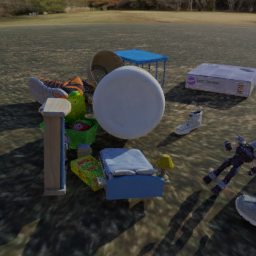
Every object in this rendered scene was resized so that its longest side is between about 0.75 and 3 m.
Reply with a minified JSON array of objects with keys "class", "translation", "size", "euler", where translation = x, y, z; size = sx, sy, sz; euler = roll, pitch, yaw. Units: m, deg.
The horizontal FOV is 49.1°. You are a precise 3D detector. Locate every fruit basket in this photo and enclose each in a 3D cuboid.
[{"class":"fruit basket","translation":[-1.594,-0.252,7.923],"size":[1.580,1.580,1.139],"euler":[8,23,16]}]

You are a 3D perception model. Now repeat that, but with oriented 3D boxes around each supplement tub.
[{"class":"supplement tub","translation":[0.036,-0.894,8.527],"size":[1.935,1.935,2.675],"euler":[0,14,1]}]

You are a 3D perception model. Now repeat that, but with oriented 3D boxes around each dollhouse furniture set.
[{"class":"dollhouse furniture set","translation":[-0.496,0.238,6.368],"size":[2.601,1.698,2.456],"euler":[1,18,-12]}]

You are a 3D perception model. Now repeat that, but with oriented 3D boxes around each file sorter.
[{"class":"file sorter","translation":[0.428,-2.751,13.230],"size":[1.678,1.484,2.419],"euler":[-16,29,-30]}]

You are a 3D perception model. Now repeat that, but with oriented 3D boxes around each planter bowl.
[{"class":"planter bowl","translation":[-1.124,-2.434,12.571],"size":[1.793,1.793,1.207],"euler":[-18,4,-33]}]

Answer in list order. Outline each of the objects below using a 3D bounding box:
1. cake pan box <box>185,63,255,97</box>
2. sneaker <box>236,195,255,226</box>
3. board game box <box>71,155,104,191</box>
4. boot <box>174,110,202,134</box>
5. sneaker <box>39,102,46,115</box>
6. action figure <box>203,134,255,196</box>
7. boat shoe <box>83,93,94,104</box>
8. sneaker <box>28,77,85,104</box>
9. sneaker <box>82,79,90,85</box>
[{"class":"cake pan box","translation":[4.458,-2.390,13.318],"size":[2.999,0.784,2.762],"euler":[13,26,25]},{"class":"sneaker","translation":[2.964,1.476,5.092],"size":[1.864,0.764,0.697],"euler":[10,27,20]},{"class":"board game box","translation":[-0.856,1.031,6.631],"size":[0.550,0.258,1.083],"euler":[-19,31,-34]},{"class":"boot","translation":[1.926,-0.219,8.918],"size":[1.194,0.571,0.439],"euler":[-22,33,-39]},{"class":"sneaker","translation":[-2.681,-0.572,9.979],"size":[1.215,0.455,0.605],"euler":[17,47,34]},{"class":"action figure","translation":[2.210,0.743,5.840],"size":[0.502,1.446,0.941],"euler":[11,36,-50]},{"class":"boat shoe","translation":[-1.427,-1.110,11.070],"size":[1.123,0.425,0.415],"euler":[4,30,27]},{"class":"sneaker","translation":[-2.765,-1.552,11.208],"size":[2.599,1.008,1.456],"euler":[25,40,30]},{"class":"sneaker","translation":[-1.739,-2.306,13.468],"size":[1.143,0.469,0.401],"euler":[11,27,22]}]
